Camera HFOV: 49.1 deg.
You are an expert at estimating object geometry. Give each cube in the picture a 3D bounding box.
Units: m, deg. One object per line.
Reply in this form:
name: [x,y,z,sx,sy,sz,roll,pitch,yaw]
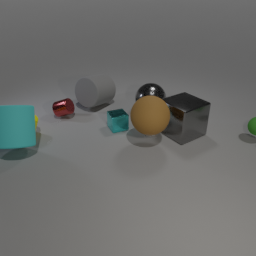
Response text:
cube: [2.147,-0.414,10.912,1.400,1.400,1.400,-19,34,-31]
cube: [-0.416,-0.300,11.435,0.700,0.700,0.700,-11,31,-20]

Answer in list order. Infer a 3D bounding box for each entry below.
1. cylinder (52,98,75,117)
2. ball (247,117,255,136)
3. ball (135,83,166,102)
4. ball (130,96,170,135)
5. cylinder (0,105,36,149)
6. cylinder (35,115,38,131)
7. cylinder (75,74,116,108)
cylinder: [-2.813,-0.889,12.238,0.700,0.700,0.700,-13,24,22]
ball: [4.744,-0.064,10.226,0.700,0.700,0.700,0,29,0]
ball: [1.015,-1.315,12.576,1.400,1.400,1.400,0,29,0]
ball: [0.780,-0.441,9.895,1.400,1.400,1.400,0,29,0]
cylinder: [-3.918,-0.056,9.597,1.400,1.400,1.400,-2,3,0]
cylinder: [-3.918,-0.134,10.909,0.700,0.700,0.700,18,29,-10]
cylinder: [-1.515,-1.757,13.105,1.400,1.400,1.400,17,23,28]
